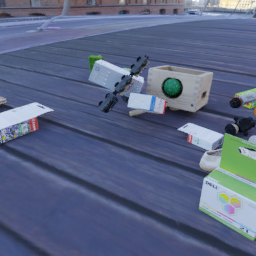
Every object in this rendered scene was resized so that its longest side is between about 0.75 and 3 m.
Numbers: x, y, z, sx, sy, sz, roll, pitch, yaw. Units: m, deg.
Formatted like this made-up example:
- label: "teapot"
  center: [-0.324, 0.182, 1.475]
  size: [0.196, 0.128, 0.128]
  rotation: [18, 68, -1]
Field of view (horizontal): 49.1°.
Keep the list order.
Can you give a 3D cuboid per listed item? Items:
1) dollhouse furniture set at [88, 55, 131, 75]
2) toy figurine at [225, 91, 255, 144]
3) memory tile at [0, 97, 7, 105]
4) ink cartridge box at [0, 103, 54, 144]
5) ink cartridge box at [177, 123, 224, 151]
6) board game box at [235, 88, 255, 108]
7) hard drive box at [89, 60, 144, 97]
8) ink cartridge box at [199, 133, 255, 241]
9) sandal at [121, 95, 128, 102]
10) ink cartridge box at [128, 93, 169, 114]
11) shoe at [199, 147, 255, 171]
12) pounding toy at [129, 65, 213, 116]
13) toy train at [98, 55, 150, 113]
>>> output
- label: "dollhouse furniture set"
  center: [-0.809, -3.586, 16.205]
  size: [2.451, 1.230, 1.605]
  rotation: [10, 30, 18]
- label: "toy figurine"
  center: [4.232, -0.296, 9.525]
  size: [1.210, 1.712, 1.739]
  rotation: [-18, 32, -18]
- label: "memory tile"
  center: [-6.623, -0.947, 11.962]
  size: [2.546, 0.214, 1.952]
  rotation: [-19, 21, -31]
- label: "ink cartridge box"
  center: [-4.127, -0.244, 10.605]
  size: [1.297, 0.599, 2.380]
  rotation: [22, 34, 36]
- label: "ink cartridge box"
  center: [2.518, 0.291, 9.847]
  size: [1.419, 0.357, 0.773]
  rotation: [24, 36, 39]
- label: "board game box"
  center: [5.888, -1.419, 12.988]
  size: [1.778, 0.423, 0.903]
  rotation: [-17, 32, -28]
- label: "hard drive box"
  center: [-0.395, -1.897, 10.839]
  size: [1.931, 0.741, 1.505]
  rotation: [23, 17, -3]
- label: "ink cartridge box"
  center: [2.484, 1.278, 6.297]
  size: [1.418, 1.919, 0.727]
  rotation: [25, 37, 38]
- label: "sandal"
  center: [-0.139, -1.870, 13.486]
  size: [0.472, 0.742, 1.974]
  rotation: [-8, 28, -7]
- label: "ink cartridge box"
  center: [0.768, -0.840, 10.014]
  size: [0.890, 0.515, 1.533]
  rotation: [11, 1, 31]
- label: "shoe"
  center: [3.210, 0.908, 8.454]
  size: [2.074, 0.553, 0.725]
  rotation: [-4, 28, -8]
- label: "pounding toy"
  center: [1.884, -1.481, 11.967]
  size: [2.591, 2.001, 2.814]
  rotation: [15, 21, 24]
- label: "toy train"
  center: [-0.094, -1.529, 9.813]
  size: [0.431, 0.578, 2.526]
  rotation: [38, 85, 23]
